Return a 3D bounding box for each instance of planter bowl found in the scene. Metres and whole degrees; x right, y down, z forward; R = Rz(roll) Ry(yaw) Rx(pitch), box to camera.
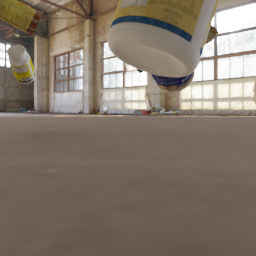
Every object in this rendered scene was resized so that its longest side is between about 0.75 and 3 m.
[{"bbox_3d":[2.078,-2.696,8.041,0.843,0.843,0.567,-2,-40,-35],"label":"planter bowl"}]

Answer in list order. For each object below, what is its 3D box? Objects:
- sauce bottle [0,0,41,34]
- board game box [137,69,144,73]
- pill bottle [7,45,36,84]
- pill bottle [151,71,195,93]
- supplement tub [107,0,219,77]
[{"bbox_3d":[-3.155,-3.052,6.850,1.978,0.653,0.653,26,-10,-29],"label":"sauce bottle"},{"bbox_3d":[1.162,-3.502,12.881,1.910,1.292,0.269,-34,52,-24],"label":"board game box"},{"bbox_3d":[-3.831,-2.289,10.077,0.744,0.744,1.302,0,-34,-2],"label":"pill bottle"},{"bbox_3d":[1.366,-2.702,10.175,1.626,1.626,2.931,1,-26,26],"label":"pill bottle"},{"bbox_3d":[0.841,-2.591,5.738,1.926,2.662,1.926,18,-5,2],"label":"supplement tub"}]
